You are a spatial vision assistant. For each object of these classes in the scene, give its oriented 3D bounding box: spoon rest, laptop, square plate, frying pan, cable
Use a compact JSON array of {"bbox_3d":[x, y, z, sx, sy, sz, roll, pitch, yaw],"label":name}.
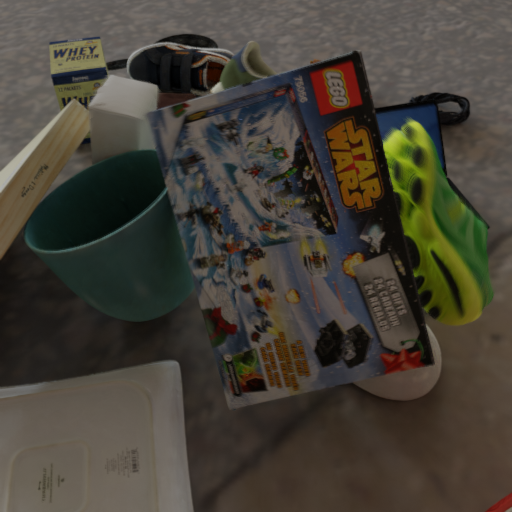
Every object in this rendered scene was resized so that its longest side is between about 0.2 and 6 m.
[{"bbox_3d":[1.127,0.957,7.397,2.740,0.830,1.361,25,53,5],"label":"spoon rest"},{"bbox_3d":[2.388,-1.374,9.118,2.060,1.201,2.325,-10,41,-5],"label":"laptop"},{"bbox_3d":[-2.179,2.488,6.060,2.926,0.420,2.953,-8,47,-7],"label":"square plate"},{"bbox_3d":[-2.004,-4.339,12.579,1.602,0.431,2.648,32,56,27],"label":"frying pan"},{"bbox_3d":[3.742,-3.016,11.436,1.257,0.319,1.026,-12,42,-8],"label":"cable"}]

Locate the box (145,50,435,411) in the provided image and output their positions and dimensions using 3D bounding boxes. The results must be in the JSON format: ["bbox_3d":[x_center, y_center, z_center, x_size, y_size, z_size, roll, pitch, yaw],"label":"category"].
[{"bbox_3d":[0.408,-0.215,6.310,2.371,3.463,0.691,-14,6,8],"label":"box"}]

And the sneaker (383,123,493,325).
[{"bbox_3d":[2.168,-0.393,6.876,1.048,0.929,2.509,-5,75,-44],"label":"sneaker"}]

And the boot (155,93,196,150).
[{"bbox_3d":[-1.238,-2.621,10.684,2.111,0.764,1.756,-1,48,4],"label":"boot"}]

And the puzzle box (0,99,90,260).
[{"bbox_3d":[-3.740,-0.416,7.753,2.486,0.475,3.736,-26,34,36],"label":"puzzle box"}]

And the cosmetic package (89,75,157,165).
[{"bbox_3d":[-1.956,-1.618,8.292,0.747,1.760,0.947,14,48,-1],"label":"cosmetic package"}]

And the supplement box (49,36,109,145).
[{"bbox_3d":[-3.276,-3.168,10.735,0.972,1.447,1.448,-12,47,-11],"label":"supplement box"}]

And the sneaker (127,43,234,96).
[{"bbox_3d":[-1.523,-3.924,11.816,2.377,0.932,0.944,-5,41,-7],"label":"sneaker"}]

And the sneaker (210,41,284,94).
[{"bbox_3d":[0.441,-2.261,8.487,2.509,1.126,0.841,43,29,16],"label":"sneaker"}]

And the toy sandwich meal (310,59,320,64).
[{"bbox_3d":[1.708,-3.892,11.850,1.375,0.471,1.375,9,28,-5],"label":"toy sandwich meal"}]

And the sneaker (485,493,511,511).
[{"bbox_3d":[3.595,2.947,4.988,3.526,1.381,2.037,-14,47,-11],"label":"sneaker"}]

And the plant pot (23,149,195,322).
[{"bbox_3d":[-1.682,-0.144,7.484,2.090,1.677,2.090,-15,38,12],"label":"plant pot"}]
